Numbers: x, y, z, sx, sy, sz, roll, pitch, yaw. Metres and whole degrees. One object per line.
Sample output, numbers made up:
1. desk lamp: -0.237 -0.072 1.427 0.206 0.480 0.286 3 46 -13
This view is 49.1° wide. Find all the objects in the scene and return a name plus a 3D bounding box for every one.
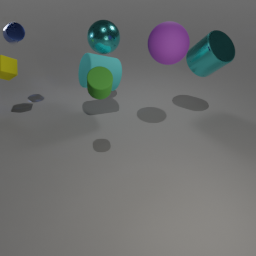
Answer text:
1. cylinder: 3.328 -2.979 11.367 1.400 1.400 1.400 -20 -6 -29
2. cylinder: -0.786 -1.245 7.798 0.700 0.700 0.700 2 73 -7
3. cube: -4.956 -2.413 11.296 0.700 0.700 0.700 -17 -17 37
4. ball: -1.030 -3.849 11.887 1.400 1.400 1.400 0 31 0
5. ball: 1.363 -2.846 9.441 1.400 1.400 1.400 0 31 0
6. cylinder: -1.179 -2.317 11.706 1.400 1.400 1.400 3 26 -31
7. cylinder: -4.499 -3.739 11.043 0.700 0.700 0.700 -21 18 -30
